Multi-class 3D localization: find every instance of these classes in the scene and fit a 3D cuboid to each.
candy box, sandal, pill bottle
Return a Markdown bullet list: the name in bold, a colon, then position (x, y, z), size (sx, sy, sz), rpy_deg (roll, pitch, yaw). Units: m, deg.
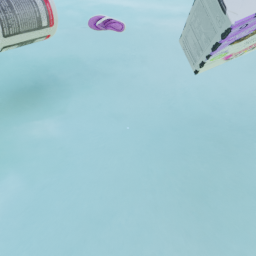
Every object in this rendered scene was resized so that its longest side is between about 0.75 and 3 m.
- **candy box**: position (1.766, -1.635, 3.918), size (1.732, 0.739, 2.065), rpy_deg (-24, -5, 1)
- **sandal**: position (-0.727, -3.489, 9.380), size (1.316, 0.536, 0.323), rpy_deg (7, 26, 4)
- **pill bottle**: position (-3.244, -2.736, 7.119), size (1.483, 1.483, 2.678), rpy_deg (23, 39, 29)
